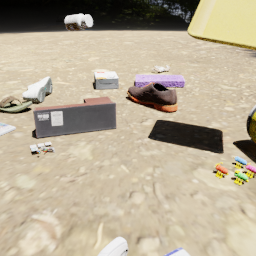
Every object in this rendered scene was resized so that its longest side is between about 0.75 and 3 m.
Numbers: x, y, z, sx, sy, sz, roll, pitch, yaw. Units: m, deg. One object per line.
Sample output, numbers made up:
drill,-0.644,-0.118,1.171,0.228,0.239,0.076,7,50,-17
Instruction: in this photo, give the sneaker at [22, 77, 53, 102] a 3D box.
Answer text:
sneaker,-3.989,-1.770,12.512,0.892,0.783,2.227,-1,24,6

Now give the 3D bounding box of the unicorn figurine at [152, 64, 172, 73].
unicorn figurine,2.044,-3.630,17.208,0.876,0.471,1.275,22,45,22

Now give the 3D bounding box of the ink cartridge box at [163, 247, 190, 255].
ink cartridge box,0.416,2.615,2.859,2.319,0.472,2.324,-14,30,-26

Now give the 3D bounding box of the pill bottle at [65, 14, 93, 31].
pill bottle,-1.618,-3.482,9.239,0.864,0.494,0.494,6,24,31

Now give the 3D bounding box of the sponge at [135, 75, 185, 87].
sponge,1.628,-2.450,14.541,2.498,0.373,1.393,1,23,1

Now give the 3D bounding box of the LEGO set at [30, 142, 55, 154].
LEGO set,-2.434,0.606,7.966,0.602,0.198,0.806,-11,15,-23

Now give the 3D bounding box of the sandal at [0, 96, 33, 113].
sandal,-4.750,-0.972,10.932,2.000,0.571,0.794,3,24,8

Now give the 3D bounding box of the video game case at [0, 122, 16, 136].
video game case,-4.300,0.079,9.140,0.817,0.106,0.898,13,28,28

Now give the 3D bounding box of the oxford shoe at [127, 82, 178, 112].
oxford shoe,0.989,-1.483,11.576,0.963,0.981,2.705,-21,31,-39

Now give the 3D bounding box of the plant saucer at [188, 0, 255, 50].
plant saucer,2.939,-2.888,7.180,2.247,0.545,2.248,18,72,19

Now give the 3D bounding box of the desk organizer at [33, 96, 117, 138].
desk organizer,-1.745,-0.415,9.278,2.576,0.924,0.992,-7,23,-16

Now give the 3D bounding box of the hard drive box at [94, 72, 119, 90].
hard drive box,-1.123,-2.428,14.245,1.135,0.559,1.457,-4,24,-10

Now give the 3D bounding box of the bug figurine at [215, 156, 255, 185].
bug figurine,2.689,0.995,6.846,1.089,0.280,0.844,-16,28,-32

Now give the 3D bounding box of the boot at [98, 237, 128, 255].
boot,-0.263,2.251,3.801,0.747,0.575,1.563,21,39,26

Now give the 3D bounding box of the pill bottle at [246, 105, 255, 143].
pill bottle,4.316,0.273,6.981,1.502,1.502,2.681,-5,25,-10
